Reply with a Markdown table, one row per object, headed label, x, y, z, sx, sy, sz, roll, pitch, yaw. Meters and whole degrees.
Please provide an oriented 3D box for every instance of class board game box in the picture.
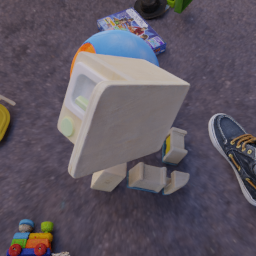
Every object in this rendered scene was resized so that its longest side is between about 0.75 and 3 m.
| label | x | y | z | sx | sy | sz | roll | pitch | yaw |
| --- | --- | --- | --- | --- | --- | --- | --- | --- | --- |
| board game box | 0.092 | -3.420 | 10.323 | 1.593 | 0.406 | 2.354 | -26 | 62 | -15 |

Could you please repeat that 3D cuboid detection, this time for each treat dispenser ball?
| label | x | y | z | sx | sy | sz | roll | pitch | yaw |
| --- | --- | --- | --- | --- | --- | --- | --- | --- | --- |
| treat dispenser ball | -0.343 | -1.437 | 7.914 | 2.523 | 2.523 | 2.523 | 0 | 59 | 0 |

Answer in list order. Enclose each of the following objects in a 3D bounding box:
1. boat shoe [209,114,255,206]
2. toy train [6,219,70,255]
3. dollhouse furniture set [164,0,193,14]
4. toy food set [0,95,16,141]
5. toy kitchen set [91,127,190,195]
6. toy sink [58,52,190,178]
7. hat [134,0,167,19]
| label | x | y | z | sx | sy | sz | roll | pitch | yaw |
| --- | --- | --- | --- | --- | --- | --- | --- | --- | --- |
| boat shoe | 3.158 | 0.540 | 7.382 | 1.016 | 1.304 | 2.872 | -16 | 60 | -10 |
| toy train | -1.901 | 2.626 | 6.562 | 1.588 | 0.672 | 0.919 | -1 | 45 | -1 |
| dollhouse furniture set | 1.215 | -5.497 | 11.050 | 2.722 | 1.361 | 1.051 | 34 | 64 | 18 |
| toy food set | -4.085 | -0.166 | 8.322 | 1.041 | 0.578 | 1.770 | 22 | 60 | -15 |
| toy kitchen set | 0.330 | 0.798 | 7.505 | 2.221 | 1.308 | 1.779 | 15 | 57 | -15 |
| toy sink | -0.255 | -0.331 | 4.583 | 1.246 | 1.450 | 2.224 | 36 | 29 | 29 |
| hat | 0.848 | -5.061 | 11.097 | 1.484 | 0.599 | 1.484 | -6 | 63 | 11 |
